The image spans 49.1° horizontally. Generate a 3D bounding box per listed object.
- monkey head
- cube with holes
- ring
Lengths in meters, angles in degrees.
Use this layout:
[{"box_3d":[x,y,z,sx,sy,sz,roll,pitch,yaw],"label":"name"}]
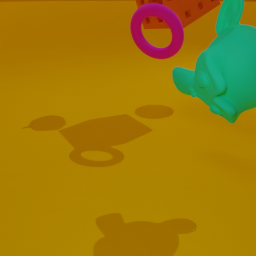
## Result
[{"box_3d":[1.172,-0.691,3.395,0.970,1.609,1.158,-41,32,-12],"label":"monkey head"},{"box_3d":[1.008,-3.025,6.081,1.254,1.254,1.254,-38,35,-23],"label":"cube with holes"},{"box_3d":[0.530,-1.782,5.245,1.089,1.089,0.218,16,51,28],"label":"ring"}]
